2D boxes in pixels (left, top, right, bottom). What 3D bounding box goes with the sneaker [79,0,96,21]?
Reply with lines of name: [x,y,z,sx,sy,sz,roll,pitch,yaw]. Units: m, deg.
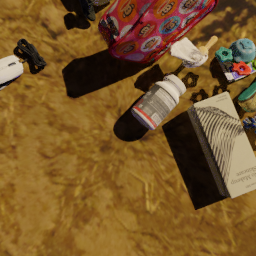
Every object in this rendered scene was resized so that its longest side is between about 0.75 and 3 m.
sneaker: [-1.213,-3.810,8.774,0.357,0.535,0.934,-35,121,-23]

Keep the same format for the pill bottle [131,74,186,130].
pill bottle: [0.949,-0.809,8.561,0.947,0.947,1.634,43,85,4]

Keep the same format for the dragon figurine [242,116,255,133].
dragon figurine: [4.294,0.063,8.549,1.993,0.587,0.991,39,88,-27]

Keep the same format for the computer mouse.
computer mouse: [-3.786,-1.897,8.921,2.158,0.473,1.183,-37,86,-4]

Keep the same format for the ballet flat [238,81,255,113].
ballet flat: [4.395,-1.359,8.794,0.798,0.798,2.258,44,85,5]

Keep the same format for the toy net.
toy net: [2.622,-2.037,8.335,2.878,0.556,1.510,-5,65,-9]

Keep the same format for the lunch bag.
lunch bag: [0.898,-3.094,7.839,2.959,2.607,1.212,-37,69,35]

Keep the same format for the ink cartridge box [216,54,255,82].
ink cartridge box: [3.466,-2.037,9.056,0.965,0.209,0.956,-22,81,-3]

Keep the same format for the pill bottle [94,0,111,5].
pill bottle: [-1.120,-5.037,8.929,1.107,1.107,1.910,-26,90,-3]

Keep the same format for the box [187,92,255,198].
box: [2.878,0.500,8.388,1.190,0.990,2.897,-22,84,-2]
